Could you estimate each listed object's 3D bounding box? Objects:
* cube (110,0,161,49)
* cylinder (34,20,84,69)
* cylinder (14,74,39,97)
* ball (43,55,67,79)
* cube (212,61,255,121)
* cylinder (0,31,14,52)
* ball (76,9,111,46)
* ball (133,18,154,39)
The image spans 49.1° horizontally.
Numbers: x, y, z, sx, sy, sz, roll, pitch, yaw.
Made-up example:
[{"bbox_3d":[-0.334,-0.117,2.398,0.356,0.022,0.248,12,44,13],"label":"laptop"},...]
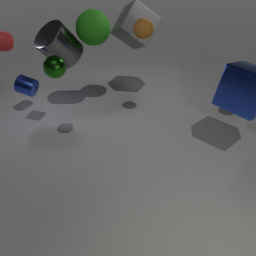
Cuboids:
[{"bbox_3d":[0.311,-4.450,12.222,1.400,1.400,1.400,29,-1,-24],"label":"cube"},{"bbox_3d":[-2.743,-3.304,11.195,1.400,1.400,1.400,-16,57,26],"label":"cylinder"},{"bbox_3d":[-3.894,-1.620,10.760,0.700,0.700,0.700,20,34,-1],"label":"cylinder"},{"bbox_3d":[-2.230,-1.862,8.532,0.700,0.700,0.700,0,32,0],"label":"ball"},{"bbox_3d":[3.826,-1.248,9.043,1.400,1.400,1.400,32,33,31],"label":"cube"},{"bbox_3d":[-4.565,-3.100,9.959,0.700,0.700,0.700,9,14,14],"label":"cylinder"},{"bbox_3d":[-1.400,-4.034,11.270,1.400,1.400,1.400,0,32,0],"label":"ball"},{"bbox_3d":[0.527,-3.394,9.558,0.700,0.700,0.700,0,32,0],"label":"ball"}]
